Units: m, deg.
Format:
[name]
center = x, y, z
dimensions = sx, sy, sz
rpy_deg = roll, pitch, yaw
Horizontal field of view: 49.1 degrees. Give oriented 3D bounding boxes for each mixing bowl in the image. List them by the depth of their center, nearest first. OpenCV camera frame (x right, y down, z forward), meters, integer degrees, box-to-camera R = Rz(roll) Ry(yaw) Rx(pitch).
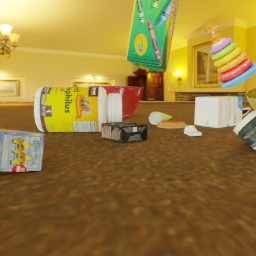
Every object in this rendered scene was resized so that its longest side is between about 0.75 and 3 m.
[mixing bowl]
center = -0.611, -1.278, 13.742
dimensions = 2.737, 1.482, 2.737
rpy_deg = 1, 5, 0

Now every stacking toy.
[stacking toy]
center = 2.869, -2.256, 8.372
dimensions = 1.131, 1.949, 1.069
rpy_deg = -32, 9, 25

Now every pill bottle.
[pill bottle]
center = -1.416, -0.550, 8.345
dimensions = 2.442, 1.334, 1.334
rpy_deg = -1, 7, -4

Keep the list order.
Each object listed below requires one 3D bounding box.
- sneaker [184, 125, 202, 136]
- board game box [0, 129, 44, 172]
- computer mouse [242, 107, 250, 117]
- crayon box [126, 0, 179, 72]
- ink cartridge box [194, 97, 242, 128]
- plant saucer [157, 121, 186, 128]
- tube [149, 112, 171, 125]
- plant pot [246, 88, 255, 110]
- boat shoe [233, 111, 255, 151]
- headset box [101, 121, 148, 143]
[sneaker]
center = 1.772, 0.063, 7.752
dimensions = 0.282, 0.274, 0.773
rpy_deg = -2, 7, -19
[board game box]
center = -2.288, 0.265, 3.948
dimensions = 1.887, 0.582, 1.888
rpy_deg = 4, -1, 17
[computer mouse]
center = 4.731, -0.651, 13.204
dimensions = 2.100, 0.461, 1.151
rpy_deg = -6, 2, 1
[crayon box]
center = 0.721, -2.919, 6.758
dimensions = 0.853, 2.929, 1.740
rpy_deg = 10, 9, 10
[ink cartridge box]
center = 3.277, -0.615, 10.158
dimensions = 1.425, 1.049, 1.031
rpy_deg = -5, 8, -35
[plant saucer]
center = 1.529, -0.136, 9.789
dimensions = 1.032, 0.193, 1.032
rpy_deg = -1, 7, 0
[tube]
center = 1.261, -0.389, 11.019
dimensions = 0.550, 0.492, 1.894
rpy_deg = 38, 12, 10
[plant pot]
center = 8.155, -1.633, 17.023
dimensions = 1.693, 1.202, 1.693
rpy_deg = -17, 27, 9
[boat shoe]
center = 2.993, 0.148, 6.083
dimensions = 2.167, 0.778, 0.733
rpy_deg = 2, 39, -52
[headset box]
center = -0.136, 0.078, 7.054
dimensions = 0.789, 0.409, 1.060
rpy_deg = -5, 7, -35
